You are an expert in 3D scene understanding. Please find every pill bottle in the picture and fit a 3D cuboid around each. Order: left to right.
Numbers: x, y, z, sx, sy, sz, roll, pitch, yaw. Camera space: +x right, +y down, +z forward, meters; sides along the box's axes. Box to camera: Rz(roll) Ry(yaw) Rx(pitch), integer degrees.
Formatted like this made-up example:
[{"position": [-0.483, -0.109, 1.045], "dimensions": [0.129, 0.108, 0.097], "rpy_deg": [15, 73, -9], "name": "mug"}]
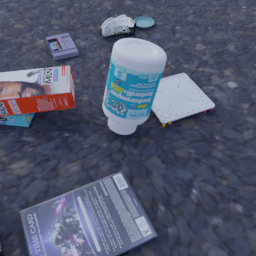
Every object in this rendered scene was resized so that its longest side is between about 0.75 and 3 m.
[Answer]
[{"position": [0.067, -0.908, 6.783], "dimensions": [1.228, 2.218, 1.228], "rpy_deg": [9, 38, -7], "name": "pill bottle"}]

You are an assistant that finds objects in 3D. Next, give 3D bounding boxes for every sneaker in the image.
[{"position": [-0.279, -3.808, 10.586], "dimensions": [0.908, 0.596, 1.579], "rpy_deg": [32, 53, 28], "name": "sneaker"}]

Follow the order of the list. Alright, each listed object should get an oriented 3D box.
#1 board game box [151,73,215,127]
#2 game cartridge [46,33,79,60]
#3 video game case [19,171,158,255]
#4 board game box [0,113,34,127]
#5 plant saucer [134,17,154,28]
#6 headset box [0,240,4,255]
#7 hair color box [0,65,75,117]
[{"position": [1.350, -0.875, 8.188], "dimensions": [1.695, 0.219, 1.695], "rpy_deg": [-18, 50, -16], "name": "board game box"}, {"position": [-2.390, -2.962, 10.078], "dimensions": [0.894, 0.265, 1.380], "rpy_deg": [-15, 49, -19], "name": "game cartridge"}, {"position": [-0.827, 1.951, 5.638], "dimensions": [2.354, 0.223, 1.681], "rpy_deg": [-20, 51, -16], "name": "video game case"}, {"position": [-3.498, -0.723, 7.916], "dimensions": [1.789, 0.420, 1.350], "rpy_deg": [4, 48, 4], "name": "board game box"}, {"position": [0.635, -4.244, 11.309], "dimensions": [0.864, 0.118, 0.864], "rpy_deg": [0, 48, 0], "name": "plant saucer"}, {"position": [-3.141, 1.971, 5.390], "dimensions": [1.073, 0.541, 1.443], "rpy_deg": [-20, 51, -17], "name": "headset box"}, {"position": [-2.467, -0.998, 7.413], "dimensions": [1.999, 0.639, 1.109], "rpy_deg": [-8, 51, -3], "name": "hair color box"}]
